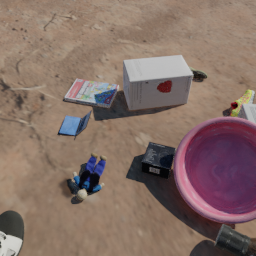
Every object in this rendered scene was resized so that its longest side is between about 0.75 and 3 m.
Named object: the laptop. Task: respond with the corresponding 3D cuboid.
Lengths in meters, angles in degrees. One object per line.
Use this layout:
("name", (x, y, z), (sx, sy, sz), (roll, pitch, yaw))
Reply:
("laptop", (-1.865, -0.230, 9.991), (0.558, 0.964, 0.902), (34, 41, -23))

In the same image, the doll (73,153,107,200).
("doll", (-1.172, 1.480, 8.436), (1.032, 0.366, 1.512), (16, 54, 5))

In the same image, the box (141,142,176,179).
("box", (0.960, 0.997, 8.777), (0.898, 0.557, 0.883), (14, 47, 13))

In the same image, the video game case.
("video game case", (-1.459, -1.454, 11.472), (1.898, 0.166, 1.357), (11, 46, 10))

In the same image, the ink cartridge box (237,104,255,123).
("ink cartridge box", (5.131, 0.315, 9.017), (2.796, 1.161, 2.050), (3, 45, 3))

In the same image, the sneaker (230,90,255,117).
("sneaker", (4.325, -0.942, 10.642), (0.752, 0.651, 1.666), (17, 48, 19))

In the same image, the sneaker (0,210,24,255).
("sneaker", (-3.277, 2.976, 6.418), (0.999, 1.194, 2.697), (6, 44, 8))

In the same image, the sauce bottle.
("sauce bottle", (3.495, 3.133, 6.410), (2.912, 0.942, 0.942), (24, 50, 21))

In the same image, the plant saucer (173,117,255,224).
("plant saucer", (2.727, 1.132, 7.744), (2.859, 0.725, 2.859), (-6, 74, 22))

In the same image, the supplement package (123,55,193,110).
("supplement package", (1.084, -1.777, 10.892), (2.382, 1.444, 1.427), (-8, 46, -8))

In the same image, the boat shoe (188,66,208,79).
("boat shoe", (2.941, -2.350, 12.245), (1.086, 0.397, 0.352), (26, 64, 26))
